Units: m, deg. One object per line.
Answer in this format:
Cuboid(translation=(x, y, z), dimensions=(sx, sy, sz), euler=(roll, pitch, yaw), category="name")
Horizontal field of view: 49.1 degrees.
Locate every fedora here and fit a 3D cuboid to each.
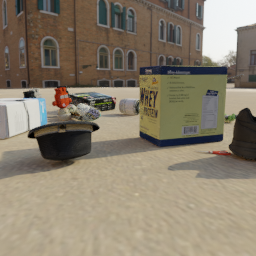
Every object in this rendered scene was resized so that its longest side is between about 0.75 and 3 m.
Cuboid(translation=(-1.423, 0.345, 6.412), dimensions=(1.633, 0.746, 1.633), euler=(-8, -9, -1), category="fedora")

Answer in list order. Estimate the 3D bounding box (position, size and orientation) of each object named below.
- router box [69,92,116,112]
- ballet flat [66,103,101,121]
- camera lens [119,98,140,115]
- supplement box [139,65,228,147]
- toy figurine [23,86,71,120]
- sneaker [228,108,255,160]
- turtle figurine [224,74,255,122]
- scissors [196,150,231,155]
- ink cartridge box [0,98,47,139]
Cuboid(translation=(-2.112, -1.512, 16.099), dimensions=(1.817, 0.753, 2.424), euler=(17, 18, 32), category="router box")
Cuboid(translation=(-2.200, -0.753, 12.599), dimensions=(2.202, 0.792, 0.792), euler=(6, 12, 40), category="ballet flat")
Cuboid(translation=(0.147, -1.105, 14.427), dimensions=(1.025, 0.820, 0.820), euler=(6, 12, 27), category="camera lens")
Cuboid(translation=(1.636, -0.757, 8.636), dimensions=(2.247, 2.244, 1.508), euler=(-4, 11, -20), category="supplement box")
Cuboid(translation=(-3.670, -1.080, 12.955), dimensions=(2.123, 1.500, 2.156), euler=(-8, 14, -10), category="toy figurine")
Cuboid(translation=(3.863, 0.153, 6.346), dimensions=(2.929, 1.329, 1.112), euler=(5, 10, 20), category="sneaker")
Cuboid(translation=(3.921, -1.219, 12.109), dimensions=(2.638, 1.958, 2.721), euler=(-15, 14, -41), category="turtle figurine")
Cuboid(translation=(2.160, 0.625, 7.207), dimensions=(0.924, 0.064, 0.338), euler=(1, 12, -1), category="scissors")
Cuboid(translation=(-4.416, -0.451, 10.100), dimensions=(1.913, 1.104, 2.637), euler=(2, 11, 10), category="ink cartridge box")
